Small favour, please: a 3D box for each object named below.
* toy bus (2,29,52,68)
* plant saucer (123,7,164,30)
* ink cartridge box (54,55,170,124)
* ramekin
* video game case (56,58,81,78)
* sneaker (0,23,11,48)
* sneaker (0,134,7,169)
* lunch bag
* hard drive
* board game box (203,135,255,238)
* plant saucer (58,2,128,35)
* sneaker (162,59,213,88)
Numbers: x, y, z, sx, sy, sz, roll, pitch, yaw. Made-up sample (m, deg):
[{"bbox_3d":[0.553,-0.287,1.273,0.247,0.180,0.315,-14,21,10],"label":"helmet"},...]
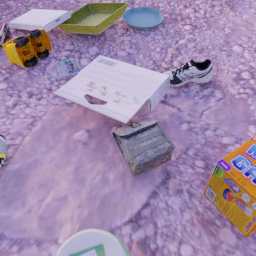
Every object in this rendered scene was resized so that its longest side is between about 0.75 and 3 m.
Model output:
[{"bbox_3d":[-3.981,-3.099,10.772,1.509,1.067,1.572,14,46,33],"label":"toy bus"},{"bbox_3d":[0.688,-4.984,12.794,1.849,0.253,1.849,0,48,0],"label":"plant saucer"},{"bbox_3d":[-0.469,-1.174,8.906,2.835,0.617,2.460,23,54,26],"label":"ink cartridge box"},{"bbox_3d":[-0.690,2.839,5.517,1.669,0.815,1.669,-1,54,2],"label":"ramekin"},{"bbox_3d":[-2.229,-2.262,10.540,0.816,0.106,0.896,-16,50,-14],"label":"video game case"},{"bbox_3d":[-5.386,-3.880,11.646,0.642,0.582,1.512,0,49,6],"label":"sneaker"},{"bbox_3d":[-4.527,0.856,7.278,2.612,0.985,0.998,-17,51,-12],"label":"sneaker"},{"bbox_3d":[0.374,0.369,7.710,1.220,0.875,1.488,-21,57,-18],"label":"lunch bag"},{"bbox_3d":[-3.827,-4.696,12.151,2.366,0.311,1.560,18,51,32],"label":"hard drive"},{"bbox_3d":[2.898,1.342,6.543,1.418,1.419,1.418,-28,55,-23],"label":"board game box"},{"bbox_3d":[-1.473,-4.677,12.062,2.361,0.565,2.358,16,50,32],"label":"plant saucer"},{"bbox_3d":[2.007,-2.004,9.817,1.989,0.872,0.752,-11,52,-7],"label":"sneaker"}]
